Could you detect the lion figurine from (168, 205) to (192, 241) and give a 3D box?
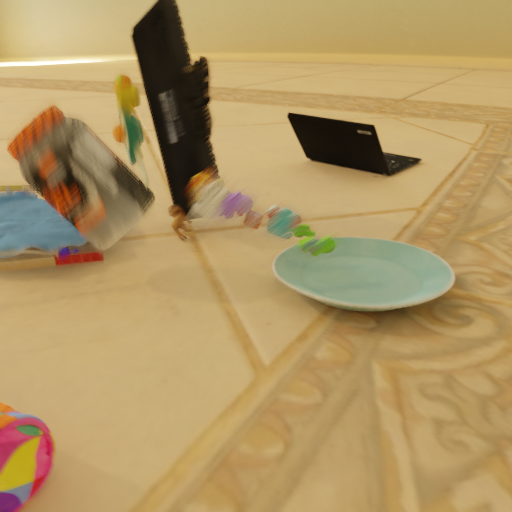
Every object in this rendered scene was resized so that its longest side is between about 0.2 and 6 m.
[{"bbox_3d":[-1.377,-0.609,9.954,0.274,0.463,0.756,-38,28,13],"label":"lion figurine"}]

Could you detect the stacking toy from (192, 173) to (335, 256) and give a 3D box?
[{"bbox_3d":[0.058,-0.647,8.297,2.159,0.507,1.628,20,10,-10],"label":"stacking toy"}]

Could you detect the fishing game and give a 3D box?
[{"bbox_3d":[-3.876,-0.485,9.527,2.888,0.627,4.033,-6,25,-19],"label":"fishing game"}]

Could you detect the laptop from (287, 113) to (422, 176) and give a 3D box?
[{"bbox_3d":[2.508,-2.942,14.037,2.448,1.427,2.762,20,31,36],"label":"laptop"}]

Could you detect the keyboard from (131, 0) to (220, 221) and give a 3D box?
[{"bbox_3d":[-1.209,-2.460,9.584,0.467,3.643,2.188,-18,8,-30],"label":"keyboard"}]

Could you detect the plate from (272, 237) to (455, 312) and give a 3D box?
[{"bbox_3d":[1.524,0.281,8.173,2.584,0.330,2.584,0,22,0],"label":"plate"}]

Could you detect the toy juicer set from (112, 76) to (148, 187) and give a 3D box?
[{"bbox_3d":[-2.525,-2.462,10.793,0.550,2.023,1.287,-14,42,-16],"label":"toy juicer set"}]

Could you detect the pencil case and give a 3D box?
[{"bbox_3d":[-2.810,1.531,4.856,2.193,0.969,0.969,11,27,26],"label":"pencil case"}]

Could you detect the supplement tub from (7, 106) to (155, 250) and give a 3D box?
[{"bbox_3d":[-2.461,-1.098,7.912,1.155,1.885,1.155,-40,17,14],"label":"supplement tub"}]
